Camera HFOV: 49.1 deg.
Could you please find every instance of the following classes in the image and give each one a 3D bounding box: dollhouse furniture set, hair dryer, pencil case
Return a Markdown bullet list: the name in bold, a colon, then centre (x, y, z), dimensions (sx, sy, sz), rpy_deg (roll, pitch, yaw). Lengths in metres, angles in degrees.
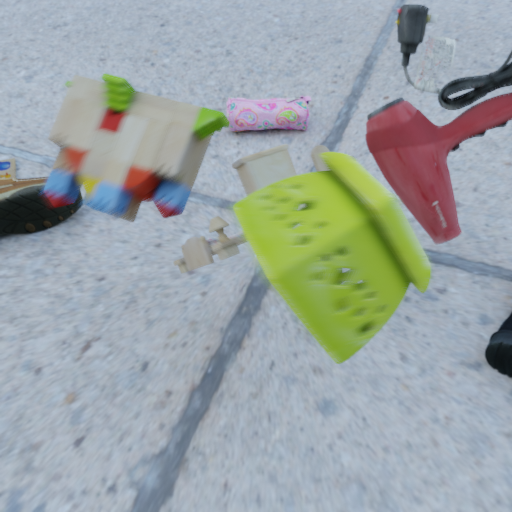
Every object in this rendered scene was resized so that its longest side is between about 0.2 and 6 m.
- **dollhouse furniture set**: centre (-0.104, -0.603, 7.010), dimensions (1.682, 1.973, 0.963), rpy_deg (-22, 93, -28)
- **hair dryer**: centre (2.704, -1.705, 7.483), dimensions (2.430, 3.191, 0.867), rpy_deg (15, 15, 13)
- **pencil case**: centre (0.286, -3.281, 12.863), dimensions (1.924, 0.841, 0.841), rpy_deg (-2, 45, -1)

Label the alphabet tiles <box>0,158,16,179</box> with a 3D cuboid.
- **alphabet tiles**: centre (-6.045, -1.248, 11.348), dimensions (2.278, 0.103, 2.725), rpy_deg (-13, 46, -12)

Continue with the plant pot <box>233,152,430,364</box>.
- **plant pot**: centre (0.737, -0.078, 5.159), dimensions (1.223, 1.342, 1.348), rpy_deg (-36, 35, 5)

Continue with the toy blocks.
- **toy blocks**: centre (-1.686, -1.212, 7.062), dimensions (2.403, 1.201, 1.642), rpy_deg (18, 83, 15)

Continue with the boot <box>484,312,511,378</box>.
- **boot**: centre (5.116, 1.150, 8.243), dimensions (2.832, 1.081, 2.379), rpy_deg (24, 54, 30)

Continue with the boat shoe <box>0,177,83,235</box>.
- **boat shoe**: centre (-4.769, -1.006, 10.291), dimensions (2.980, 1.127, 1.100), rpy_deg (-17, 57, -17)
